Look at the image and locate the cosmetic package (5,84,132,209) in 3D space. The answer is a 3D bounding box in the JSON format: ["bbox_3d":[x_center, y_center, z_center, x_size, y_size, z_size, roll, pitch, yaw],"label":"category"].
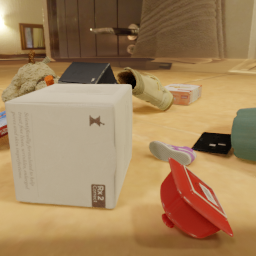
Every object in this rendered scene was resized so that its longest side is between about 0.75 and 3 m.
[{"bbox_3d":[-0.881,0.156,5.226,1.723,1.722,2.089,2,16,8],"label":"cosmetic package"}]

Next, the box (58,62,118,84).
[{"bbox_3d":[-1.026,-1.010,8.558,1.362,1.841,0.960,10,54,26],"label":"box"}]

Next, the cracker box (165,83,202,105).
[{"bbox_3d":[2.359,-1.575,12.676,1.448,0.624,2.162,9,20,26],"label":"cracker box"}]

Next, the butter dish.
[{"bbox_3d":[0.797,1.106,3.952,1.040,0.770,1.042,38,16,-16],"label":"butter dish"}]

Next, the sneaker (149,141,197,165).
[{"bbox_3d":[1.032,0.538,6.384,1.065,0.386,0.607,23,23,30],"label":"sneaker"}]

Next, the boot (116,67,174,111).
[{"bbox_3d":[0.342,-1.765,10.853,2.084,0.976,2.681,19,23,-38],"label":"boot"}]

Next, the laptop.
[{"bbox_3d":[2.299,0.424,6.983,0.960,0.559,1.083,4,41,46],"label":"laptop"}]

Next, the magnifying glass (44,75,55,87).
[{"bbox_3d":[-2.425,-1.040,9.275,0.810,2.036,0.228,-35,72,-18],"label":"magnifying glass"}]

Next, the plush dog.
[{"bbox_3d":[-3.152,-1.551,10.796,2.304,2.152,2.682,38,36,22],"label":"plush dog"}]

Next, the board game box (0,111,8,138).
[{"bbox_3d":[-3.175,-0.138,7.187,2.816,0.274,1.450,-27,27,-18],"label":"board game box"}]

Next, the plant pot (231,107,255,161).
[{"bbox_3d":[3.107,0.151,5.929,1.497,1.528,1.528,4,16,38],"label":"plant pot"}]
